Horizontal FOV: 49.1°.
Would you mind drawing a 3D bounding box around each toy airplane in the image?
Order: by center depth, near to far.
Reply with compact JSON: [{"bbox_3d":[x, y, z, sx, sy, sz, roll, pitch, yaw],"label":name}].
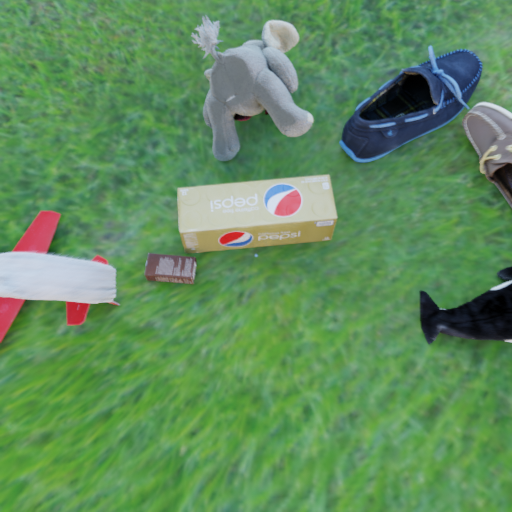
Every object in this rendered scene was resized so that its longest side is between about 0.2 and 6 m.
[{"bbox_3d":[-3.565,0.433,9.172,2.689,0.495,2.689,0,65,0],"label":"toy airplane"}]

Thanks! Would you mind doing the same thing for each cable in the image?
[{"bbox_3d":[-2.869,0.347,8.021,1.699,1.699,0.588,5,83,-12],"label":"cable"}]

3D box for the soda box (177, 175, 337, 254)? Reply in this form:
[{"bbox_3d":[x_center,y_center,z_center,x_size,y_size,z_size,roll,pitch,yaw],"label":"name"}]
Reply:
[{"bbox_3d":[-0.004,-0.703,9.513,2.591,0.829,0.878,-5,66,-3],"label":"soda box"}]

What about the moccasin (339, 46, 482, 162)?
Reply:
[{"bbox_3d":[3.057,-2.892,10.342,3.357,1.145,1.351,-40,71,-17],"label":"moccasin"}]

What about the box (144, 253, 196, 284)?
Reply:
[{"bbox_3d":[-1.427,0.218,9.386,0.806,0.302,0.404,6,65,1],"label":"box"}]

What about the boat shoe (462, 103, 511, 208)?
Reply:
[{"bbox_3d":[4.469,-1.596,9.875,0.779,0.940,2.617,-26,73,-17],"label":"boat shoe"}]

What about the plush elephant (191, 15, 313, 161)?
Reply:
[{"bbox_3d":[-0.013,-3.190,10.250,1.915,2.037,2.474,-40,105,-53],"label":"plush elephant"}]

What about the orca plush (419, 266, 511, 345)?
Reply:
[{"bbox_3d":[4.038,0.622,8.732,2.862,1.017,1.506,3,60,6],"label":"orca plush"}]
